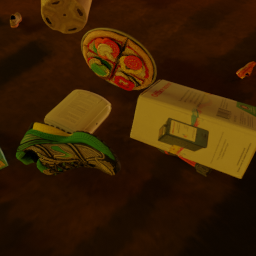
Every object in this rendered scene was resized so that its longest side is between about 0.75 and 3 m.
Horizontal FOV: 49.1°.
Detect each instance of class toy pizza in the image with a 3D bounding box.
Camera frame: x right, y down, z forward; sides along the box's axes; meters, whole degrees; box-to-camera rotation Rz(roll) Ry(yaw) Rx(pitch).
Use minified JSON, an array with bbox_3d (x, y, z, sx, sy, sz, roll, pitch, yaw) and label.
[{"bbox_3d":[-0.278,-1.570,6.906,2.032,2.032,0.322,19,64,15],"label":"toy pizza"}]

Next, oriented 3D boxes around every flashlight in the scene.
[{"bbox_3d":[1.571,0.767,7.702,1.522,0.517,0.515,33,53,26],"label":"flashlight"}]

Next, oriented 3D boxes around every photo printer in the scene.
[{"bbox_3d":[-1.471,-0.455,8.681,1.457,0.608,1.751,24,53,20],"label":"photo printer"}]

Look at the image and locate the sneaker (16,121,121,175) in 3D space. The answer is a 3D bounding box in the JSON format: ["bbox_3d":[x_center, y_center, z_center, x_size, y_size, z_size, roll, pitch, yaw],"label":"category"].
[{"bbox_3d":[-1.578,0.802,7.435,2.976,1.161,1.268,10,57,20],"label":"sneaker"}]

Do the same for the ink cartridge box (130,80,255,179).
[{"bbox_3d":[1.837,-0.166,7.515,2.959,1.295,2.150,21,27,14],"label":"ink cartridge box"}]

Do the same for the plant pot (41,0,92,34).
[{"bbox_3d":[-2.022,-4.344,9.245,2.146,2.146,1.964,-1,62,-1],"label":"plant pot"}]

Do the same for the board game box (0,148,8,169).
[{"bbox_3d":[-4.316,0.652,7.875,1.288,0.400,1.706,-26,54,-20],"label":"board game box"}]

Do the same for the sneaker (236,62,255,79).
[{"bbox_3d":[4.401,-2.123,10.344,1.043,0.381,0.402,-36,82,-24],"label":"sneaker"}]

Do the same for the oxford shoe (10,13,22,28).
[{"bbox_3d":[-5.090,-4.994,12.691,0.385,0.401,1.087,-4,50,-3],"label":"oxford shoe"}]
